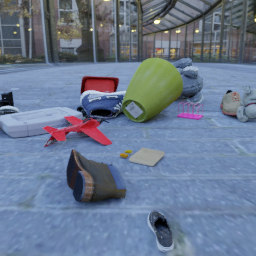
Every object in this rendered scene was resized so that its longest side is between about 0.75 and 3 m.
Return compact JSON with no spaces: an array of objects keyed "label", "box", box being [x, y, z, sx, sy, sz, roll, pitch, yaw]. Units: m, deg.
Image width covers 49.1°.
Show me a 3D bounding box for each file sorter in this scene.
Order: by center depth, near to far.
[{"label":"file sorter","box":[2.770,-0.786,12.393,0.981,0.615,0.682,10,19,29]}]

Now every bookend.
[{"label":"bookend","box":[-6.163,-1.354,13.829,0.870,0.876,0.403,2,17,4]}]

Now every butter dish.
[{"label":"butter dish","box":[-1.427,-1.628,14.162,1.878,1.392,1.883,1,-26,-13]}]

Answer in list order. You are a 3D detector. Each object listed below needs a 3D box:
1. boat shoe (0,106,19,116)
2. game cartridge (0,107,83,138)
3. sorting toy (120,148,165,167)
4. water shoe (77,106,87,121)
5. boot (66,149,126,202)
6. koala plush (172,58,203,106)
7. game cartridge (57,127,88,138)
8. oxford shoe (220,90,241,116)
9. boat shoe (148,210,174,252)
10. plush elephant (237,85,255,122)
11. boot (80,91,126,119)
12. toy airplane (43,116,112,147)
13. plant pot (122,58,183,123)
[{"label":"boat shoe","box":[-5.428,-0.454,11.482,1.860,0.638,0.527,-8,38,-21]},{"label":"game cartridge","box":[-3.365,-0.270,10.876,2.930,0.593,1.954,-13,18,-37]},{"label":"sorting toy","box":[0.386,0.808,7.986,1.126,0.151,0.839,9,23,26]},{"label":"water shoe","box":[-2.029,-0.710,12.286,0.479,0.528,1.339,-4,17,-12]},{"label":"boot","box":[-0.802,1.084,6.393,0.999,0.770,2.062,11,14,-23]},{"label":"koala plush","box":[3.059,-2.384,15.253,2.459,2.372,2.675,-20,23,-19]},{"label":"game cartridge","box":[-1.986,0.148,10.014,1.185,0.246,0.789,-5,22,-17]},{"label":"oxford shoe","box":[4.869,-1.192,13.060,0.924,0.981,2.622,4,18,1]},{"label":"boat shoe","box":[0.550,1.660,4.797,0.350,0.332,1.002,-1,17,-3]},{"label":"plush elephant","box":[5.282,-0.889,11.606,1.737,1.345,1.431,18,-20,-37]},{"label":"boot","box":[-0.599,-0.921,12.614,2.970,1.080,1.342,-3,40,-26]},{"label":"toy airplane","box":[-1.763,0.025,9.480,2.491,0.458,2.491,2,30,-1]},{"label":"plant pot","box":[0.823,-1.403,12.004,2.306,2.306,2.464,10,43,31]}]
